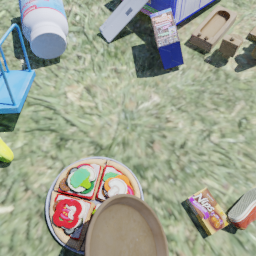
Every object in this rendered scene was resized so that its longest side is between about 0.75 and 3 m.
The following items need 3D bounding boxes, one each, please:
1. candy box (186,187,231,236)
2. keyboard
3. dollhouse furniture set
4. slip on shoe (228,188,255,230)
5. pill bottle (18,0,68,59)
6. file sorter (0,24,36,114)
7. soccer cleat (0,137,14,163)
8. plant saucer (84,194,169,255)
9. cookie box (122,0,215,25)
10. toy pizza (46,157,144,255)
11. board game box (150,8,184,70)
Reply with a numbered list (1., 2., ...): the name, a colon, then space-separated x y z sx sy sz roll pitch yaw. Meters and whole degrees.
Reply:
1. candy box: 1.753 1.826 6.163 0.522 0.253 0.895 -25 65 -14
2. keyboard: -0.014 -3.558 8.451 2.149 0.115 0.605 -42 79 21
3. dollhouse furniture set: 3.427 -3.259 8.093 2.220 1.808 2.111 34 66 17
4. slip on shoe: 2.771 1.711 6.160 1.389 0.514 0.425 -33 101 -23
5. pill bottle: -2.525 -3.298 8.390 1.317 1.317 2.422 -14 61 -8
6. file sorter: -3.995 -1.502 6.925 2.689 1.650 1.866 -2 41 -1
7. soccer cleat: -3.582 0.103 6.883 2.137 0.691 0.894 28 59 14
8. plant saucer: 0.002 2.305 5.212 2.113 0.311 2.113 25 51 -36
9. cookie box: 1.568 -4.827 9.228 2.892 1.087 2.474 -37 60 -20
10. toy pizza: -0.741 1.618 6.218 2.196 0.348 2.196 0 61 0
11. board game box: 1.131 -2.536 8.048 0.620 1.022 1.281 -14 61 11
